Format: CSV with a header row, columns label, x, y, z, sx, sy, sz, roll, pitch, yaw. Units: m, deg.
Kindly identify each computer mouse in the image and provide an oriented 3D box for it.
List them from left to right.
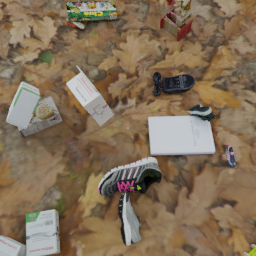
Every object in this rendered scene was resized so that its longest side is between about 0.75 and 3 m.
label,x,y,z,sx,sy,sz,roll,pitch,yaw
computer mouse,1.845,-1.759,11.311,1.688,0.445,1.169,-2,63,11

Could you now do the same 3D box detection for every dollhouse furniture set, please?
label,x,y,z,sx,sy,sz,roll,pitch,yaw
dollhouse furniture set,2.113,-4.893,11.841,0.895,2.201,1.185,-42,72,-13

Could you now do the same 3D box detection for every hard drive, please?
label,x,y,z,sx,sy,sz,roll,pitch,yaw
hard drive,1.934,0.260,10.340,2.278,0.289,1.503,-2,63,-1

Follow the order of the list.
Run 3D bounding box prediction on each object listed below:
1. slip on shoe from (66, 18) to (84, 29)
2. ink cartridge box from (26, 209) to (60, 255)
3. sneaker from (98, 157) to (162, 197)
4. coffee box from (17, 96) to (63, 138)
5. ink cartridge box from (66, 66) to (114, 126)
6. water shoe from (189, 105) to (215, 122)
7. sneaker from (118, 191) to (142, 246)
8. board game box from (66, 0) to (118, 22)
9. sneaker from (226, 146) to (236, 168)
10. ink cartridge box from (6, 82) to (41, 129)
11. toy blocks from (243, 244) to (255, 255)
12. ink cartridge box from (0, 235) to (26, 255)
label,x,y,z,sx,sy,sz,roll,pitch,yaw
slip on shoe,-2.408,-4.714,12.800,0.972,0.297,0.360,28,34,15
ink cartridge box,-2.643,3.290,8.726,0.936,0.531,1.277,-8,64,-4
sneaker,0.134,1.751,9.179,2.265,0.836,0.991,-21,38,-14
coffee box,-3.385,-0.425,10.503,1.546,0.616,0.884,-24,66,-11
ink cartridge box,-1.124,-0.887,8.087,0.593,1.757,1.024,-38,64,-4
water shoe,2.686,-0.498,10.325,0.503,1.407,0.555,-33,103,-3
sneaker,0.064,2.839,8.939,0.652,0.608,1.645,-4,75,-15
board game box,-1.680,-5.440,12.995,2.273,0.267,1.191,-7,61,-11
sneaker,3.675,1.017,9.962,0.276,0.322,0.785,-5,64,-2
ink cartridge box,-3.258,-0.754,8.767,0.635,1.505,1.100,24,98,-24
toy blocks,4.230,3.843,8.533,1.098,0.399,0.915,-33,69,-15
ink cartridge box,-3.642,3.895,8.254,0.843,0.840,1.161,21,66,11
